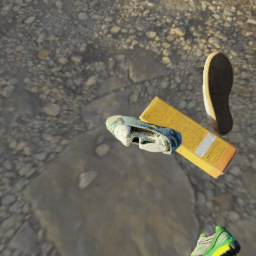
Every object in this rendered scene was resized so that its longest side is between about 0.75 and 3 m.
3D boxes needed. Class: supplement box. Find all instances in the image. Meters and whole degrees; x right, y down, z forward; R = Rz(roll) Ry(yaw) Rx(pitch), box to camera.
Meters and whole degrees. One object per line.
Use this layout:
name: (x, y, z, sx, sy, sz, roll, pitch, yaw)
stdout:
supplement box: (1.362, 0.206, 6.571, 2.231, 0.742, 0.768, 33, 79, 13)

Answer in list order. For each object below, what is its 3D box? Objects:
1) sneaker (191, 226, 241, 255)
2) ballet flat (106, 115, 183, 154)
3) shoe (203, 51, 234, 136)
sneaker: (1.325, 2.160, 4.816, 1.203, 0.469, 0.513, -42, 40, 14)
ballet flat: (0.211, 0.142, 5.354, 1.612, 0.598, 0.598, 10, 54, 23)
shoe: (1.986, -0.759, 6.407, 0.716, 2.047, 0.546, -22, 31, -13)
